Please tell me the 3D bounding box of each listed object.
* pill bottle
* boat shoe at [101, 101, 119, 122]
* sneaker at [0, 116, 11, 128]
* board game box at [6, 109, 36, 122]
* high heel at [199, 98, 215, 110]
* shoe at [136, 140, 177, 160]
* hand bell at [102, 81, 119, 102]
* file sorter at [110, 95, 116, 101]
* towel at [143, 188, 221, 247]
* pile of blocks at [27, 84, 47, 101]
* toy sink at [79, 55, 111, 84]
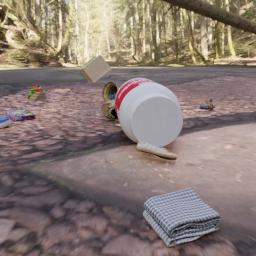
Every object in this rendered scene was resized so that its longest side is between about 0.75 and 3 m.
[{"bbox_3d":[0.519,-0.491,7.922,1.657,1.657,2.953,-2,15,-6],"label":"pill bottle"},{"bbox_3d":[-0.432,-0.614,10.222,0.622,0.693,1.873,-7,16,-43],"label":"boat shoe"},{"bbox_3d":[-4.868,-0.670,9.135,1.867,1.367,0.752,-1,15,-3],"label":"sneaker"},{"bbox_3d":[-4.156,-0.500,10.793,0.799,0.215,1.332,-5,16,-34],"label":"board game box"},{"bbox_3d":[3.715,-1.060,12.404,0.706,0.354,0.990,7,32,46],"label":"high heel"},{"bbox_3d":[0.654,0.504,6.353,0.957,0.255,0.334,15,-13,13],"label":"shoe"},{"bbox_3d":[-0.209,-1.687,14.329,1.073,1.073,2.061,13,7,40],"label":"hand bell"},{"bbox_3d":[-0.402,-1.224,12.813,0.576,0.509,0.830,-13,21,-38],"label":"file sorter"},{"bbox_3d":[0.771,1.238,4.014,0.921,0.394,0.763,-7,17,-24],"label":"towel"},{"bbox_3d":[-5.108,-2.029,15.357,0.946,0.716,2.304,-7,16,-23],"label":"pile of blocks"},{"bbox_3d":[-1.038,-1.786,8.518,0.675,0.580,1.036,-40,17,-7],"label":"toy sink"}]
